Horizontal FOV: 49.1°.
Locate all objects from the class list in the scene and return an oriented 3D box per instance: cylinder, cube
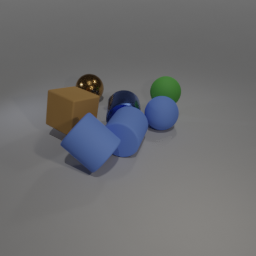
[{"bbox_3d":[-1.193,0.467,9.024,1.400,1.400,1.400,42,34,-5],"label":"cylinder"},{"bbox_3d":[-2.127,-0.686,10.756,1.400,1.400,1.400,24,25,29],"label":"cube"},{"bbox_3d":[-0.094,0.113,10.206,1.400,1.400,1.400,8,31,15],"label":"cylinder"},{"bbox_3d":[-0.172,-0.666,11.578,1.400,1.400,1.400,0,30,0],"label":"cylinder"}]

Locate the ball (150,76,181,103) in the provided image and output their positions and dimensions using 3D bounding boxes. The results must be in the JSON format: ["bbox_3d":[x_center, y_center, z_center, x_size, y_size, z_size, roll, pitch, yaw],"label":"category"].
[{"bbox_3d":[1.709,-1.647,12.756,1.400,1.400,1.400,0,29,0],"label":"ball"}]

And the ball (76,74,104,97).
[{"bbox_3d":[-1.907,-1.987,13.941,1.400,1.400,1.400,0,29,0],"label":"ball"}]

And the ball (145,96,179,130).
[{"bbox_3d":[1.381,-0.613,11.534,1.400,1.400,1.400,0,29,0],"label":"ball"}]

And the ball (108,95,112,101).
[{"bbox_3d":[-0.599,-1.263,13.400,0.700,0.700,0.700,0,29,0],"label":"ball"}]
